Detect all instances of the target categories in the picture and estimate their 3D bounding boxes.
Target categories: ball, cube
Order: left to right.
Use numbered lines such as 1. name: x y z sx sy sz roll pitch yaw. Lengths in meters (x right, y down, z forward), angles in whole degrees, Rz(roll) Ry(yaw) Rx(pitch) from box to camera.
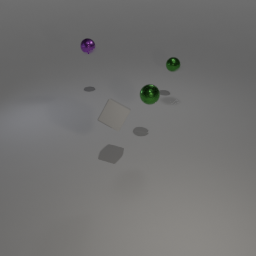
1. ball: -1.877 -3.834 13.114 0.700 0.700 0.700 0 30 0
2. cube: -0.391 -0.397 8.240 0.700 0.700 0.700 29 7 -2
3. ball: 0.750 -1.155 9.655 0.700 0.700 0.700 0 30 0
4. ball: 2.174 -3.053 13.480 0.700 0.700 0.700 0 30 0
